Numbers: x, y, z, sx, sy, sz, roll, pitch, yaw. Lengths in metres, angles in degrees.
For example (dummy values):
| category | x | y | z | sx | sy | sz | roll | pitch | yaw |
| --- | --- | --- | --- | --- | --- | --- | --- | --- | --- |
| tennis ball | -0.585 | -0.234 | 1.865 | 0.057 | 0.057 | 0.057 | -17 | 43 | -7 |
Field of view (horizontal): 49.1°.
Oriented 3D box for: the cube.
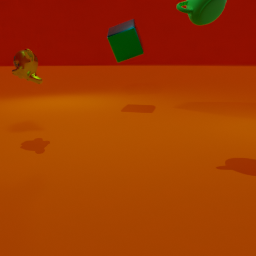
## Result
| category | x | y | z | sx | sy | sz | roll | pitch | yaw |
| --- | --- | --- | --- | --- | --- | --- | --- | --- | --- |
| cube | -0.096 | -4.041 | 12.973 | 1.311 | 1.311 | 1.311 | -17 | 34 | 12 |

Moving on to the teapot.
| category | x | y | z | sx | sy | sz | roll | pitch | yaw |
| --- | --- | --- | --- | --- | --- | --- | --- | --- | --- |
| teapot | 1.800 | -2.924 | 6.505 | 1.497 | 0.931 | 0.733 | -21 | 62 | -17 |

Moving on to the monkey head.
| category | x | y | z | sx | sy | sz | roll | pitch | yaw |
| --- | --- | --- | --- | --- | --- | --- | --- | --- | --- |
| monkey head | -2.640 | -1.656 | 7.556 | 0.912 | 0.764 | 1.268 | 24 | -8 | -17 |
